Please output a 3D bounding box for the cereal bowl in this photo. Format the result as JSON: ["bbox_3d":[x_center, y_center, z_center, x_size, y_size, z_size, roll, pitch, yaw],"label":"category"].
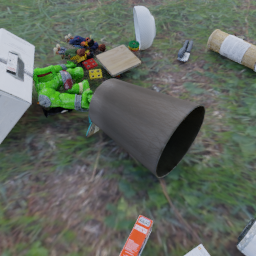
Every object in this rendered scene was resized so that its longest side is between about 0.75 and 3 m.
[{"bbox_3d":[0.678,-3.979,11.108,0.701,1.684,1.684,-10,49,-2],"label":"cereal bowl"}]

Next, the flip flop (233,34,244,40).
[{"bbox_3d":[4.610,-3.918,12.042,0.824,0.237,0.334,-3,49,-2],"label":"flip flop"}]

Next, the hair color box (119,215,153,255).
[{"bbox_3d":[0.162,2.546,6.101,0.352,0.610,1.101,20,52,17],"label":"hair color box"}]

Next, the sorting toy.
[{"bbox_3d":[-0.429,-2.401,10.518,2.581,0.437,1.244,-28,58,-19],"label":"sorting toy"}]

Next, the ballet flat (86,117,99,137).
[{"bbox_3d":[-1.054,-0.113,8.666,0.383,0.345,1.018,14,45,-16],"label":"ballet flat"}]

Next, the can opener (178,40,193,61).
[{"bbox_3d":[2.337,-3.146,11.239,0.390,0.492,1.480,15,46,15],"label":"can opener"}]

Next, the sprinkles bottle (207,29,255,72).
[{"bbox_3d":[4.306,-2.964,10.790,0.849,0.849,2.487,-37,58,-28],"label":"sprinkles bottle"}]

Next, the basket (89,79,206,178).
[{"bbox_3d":[0.384,-0.231,7.831,2.680,1.823,2.417,29,53,28],"label":"basket"}]

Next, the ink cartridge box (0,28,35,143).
[{"bbox_3d":[-3.832,-1.246,8.390,1.170,2.072,2.822,25,37,-36],"label":"ink cartridge box"}]

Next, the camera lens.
[{"bbox_3d":[2.971,2.516,5.936,1.107,0.885,0.885,37,58,27],"label":"camera lens"}]

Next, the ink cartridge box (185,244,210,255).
[{"bbox_3d":[1.445,3.173,5.805,1.082,0.254,1.070,-25,55,-19],"label":"ink cartridge box"}]

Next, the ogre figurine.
[{"bbox_3d":[-2.203,-1.424,9.136,1.668,1.365,2.783,-8,60,-23],"label":"ogre figurine"}]

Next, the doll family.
[{"bbox_3d":[-1.761,-3.082,10.886,1.376,0.934,2.381,8,46,13],"label":"doll family"}]

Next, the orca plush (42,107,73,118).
[{"bbox_3d":[-2.210,-0.798,9.166,1.202,0.427,0.632,-15,50,-13],"label":"orca plush"}]
